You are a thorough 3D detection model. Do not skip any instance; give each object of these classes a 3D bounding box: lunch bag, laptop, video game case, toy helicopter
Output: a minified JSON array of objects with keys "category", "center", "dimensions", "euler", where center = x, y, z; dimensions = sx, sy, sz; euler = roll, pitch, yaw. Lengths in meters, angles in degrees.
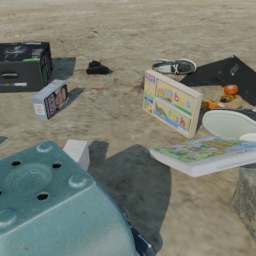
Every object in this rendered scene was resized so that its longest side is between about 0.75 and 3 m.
[{"category":"lunch bag","center":[3.428,1.636,5.325],"dimensions":[2.175,1.279,1.784],"euler":[3,21,-5]},{"category":"laptop","center":[3.984,-1.883,11.940],"dimensions":[2.892,1.676,2.708],"euler":[40,44,7]},{"category":"video game case","center":[1.995,0.602,7.001],"dimensions":[2.215,0.268,2.434],"euler":[-10,7,-15]},{"category":"toy helicopter","center":[2.967,-0.817,9.869],"dimensions":[2.014,0.794,1.332],"euler":[-5,31,16]}]

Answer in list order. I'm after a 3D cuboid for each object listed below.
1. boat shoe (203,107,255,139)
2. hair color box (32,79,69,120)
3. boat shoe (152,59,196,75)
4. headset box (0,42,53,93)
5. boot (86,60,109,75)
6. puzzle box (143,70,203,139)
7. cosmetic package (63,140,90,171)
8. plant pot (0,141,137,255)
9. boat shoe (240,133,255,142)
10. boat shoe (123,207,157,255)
[{"category":"boat shoe","center":[3.707,-0.069,8.245],"dimensions":[2.930,1.108,0.884],"euler":[19,46,10]},{"category":"hair color box","center":[-2.730,-1.044,10.012],"dimensions":[0.492,0.803,1.622],"euler":[9,34,13]},{"category":"boat shoe","center":[2.056,-2.721,12.734],"dimensions":[2.025,0.766,0.611],"euler":[8,32,36]},{"category":"headset box","center":[-4.710,-2.603,11.949],"dimensions":[2.488,1.325,2.857],"euler":[-2,33,-3]},{"category":"boot","center":[-1.379,-2.877,13.189],"dimensions":[1.126,0.430,0.946],"euler":[-2,36,8]},{"category":"puzzle box","center":[1.328,-0.810,8.964],"dimensions":[0.286,1.494,2.246],"euler":[-21,40,-32]},{"category":"cosmetic package","center":[-1.390,0.992,6.902],"dimensions":[0.563,0.783,1.387],"euler":[5,31,8]},{"category":"plant pot","center":[-1.367,1.639,4.418],"dimensions":[2.334,2.384,2.340],"euler":[-25,40,-32]},{"category":"boat shoe","center":[3.877,0.668,7.662],"dimensions":[1.675,0.603,0.574],"euler":[25,39,18]},{"category":"boat shoe","center":[-0.101,1.991,5.511],"dimensions":[0.494,0.599,1.599],"euler":[-25,42,-31]}]
